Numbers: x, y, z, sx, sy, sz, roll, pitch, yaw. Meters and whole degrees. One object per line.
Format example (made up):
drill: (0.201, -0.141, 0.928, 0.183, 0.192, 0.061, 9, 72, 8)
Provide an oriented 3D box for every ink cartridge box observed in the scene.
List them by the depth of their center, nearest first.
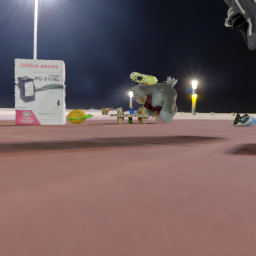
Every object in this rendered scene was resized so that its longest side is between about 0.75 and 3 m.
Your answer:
ink cartridge box: (-3.360, -1.359, 10.841, 1.778, 2.456, 1.036, 0, 2, -10)

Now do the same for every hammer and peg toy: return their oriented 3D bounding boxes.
hammer and peg toy: (-0.174, -0.582, 13.259, 2.157, 0.761, 1.587, 0, 4, -5)

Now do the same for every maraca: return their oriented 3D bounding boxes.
maraca: (-2.160, -0.506, 12.494, 1.200, 0.642, 0.823, -2, 20, 7)

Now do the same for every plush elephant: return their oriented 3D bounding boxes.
plush elephant: (1.373, -1.245, 14.718, 2.440, 2.294, 2.963, 38, 47, 5)

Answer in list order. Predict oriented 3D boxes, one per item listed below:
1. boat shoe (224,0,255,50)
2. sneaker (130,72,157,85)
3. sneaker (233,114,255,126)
boat shoe: (3.051, -3.117, 7.610, 0.874, 2.787, 1.012, -30, -40, 15)
sneaker: (0.683, -1.979, 11.574, 1.205, 0.454, 0.460, 5, 23, -22)
sneaker: (3.897, -0.201, 9.297, 0.498, 0.434, 1.108, 20, 3, -5)
